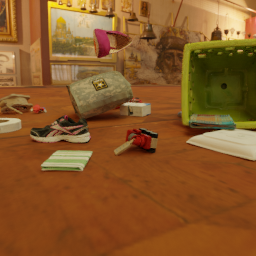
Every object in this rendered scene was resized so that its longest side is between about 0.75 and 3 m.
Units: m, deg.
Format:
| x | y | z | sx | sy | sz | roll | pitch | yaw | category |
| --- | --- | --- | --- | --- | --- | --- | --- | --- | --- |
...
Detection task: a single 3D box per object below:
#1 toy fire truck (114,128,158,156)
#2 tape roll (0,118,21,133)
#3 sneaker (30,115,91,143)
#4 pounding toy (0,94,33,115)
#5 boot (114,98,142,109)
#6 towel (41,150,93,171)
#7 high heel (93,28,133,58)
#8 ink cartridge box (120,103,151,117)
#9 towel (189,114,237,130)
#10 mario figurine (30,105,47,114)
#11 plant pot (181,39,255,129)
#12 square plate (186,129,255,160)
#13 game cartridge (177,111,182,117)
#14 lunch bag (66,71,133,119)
| x | y | z | sx | sy | sz | roll | pitch | yaw | category |
| --- | --- | --- | --- | --- | --- | --- | --- | --- | --- |
| 0.121 | 0.344 | 6.908 | 0.996 | 0.641 | 0.876 | 6 | 8 | -25 | toy fire truck |
| -4.501 | -0.086 | 9.611 | 1.613 | 0.295 | 1.613 | -1 | 11 | 0 | tape roll |
| -1.913 | -0.008 | 8.013 | 1.729 | 0.746 | 0.694 | 0 | 10 | 3 | sneaker |
| -5.511 | -0.939 | 13.554 | 1.097 | 1.101 | 1.919 | -26 | -12 | 27 | pounding toy |
| -0.077 | -1.430 | 15.441 | 1.555 | 0.781 | 2.156 | 5 | 8 | 16 | boot |
| -1.285 | 0.690 | 6.047 | 0.891 | 0.137 | 1.168 | 0 | 10 | 1 | towel |
| -0.378 | -2.464 | 8.103 | 1.134 | 0.796 | 2.365 | -5 | 14 | 0 | high heel |
| 0.335 | -0.867 | 13.000 | 1.210 | 0.510 | 0.875 | 6 | 15 | 31 | ink cartridge box |
| 2.713 | -0.254 | 9.157 | 1.386 | 0.205 | 1.890 | 3 | 13 | 14 | towel |
| -4.353 | -0.831 | 13.633 | 0.571 | 0.491 | 0.926 | -35 | -2 | 4 | mario figurine |
| 3.697 | -1.549 | 10.596 | 2.961 | 2.976 | 2.700 | 2 | 5 | 19 | plant pot |
| 2.983 | 0.339 | 7.446 | 2.056 | 0.292 | 2.037 | -7 | 14 | -34 | square plate |
| 2.829 | -0.651 | 12.708 | 0.856 | 0.267 | 1.286 | 10 | 14 | 26 | game cartridge |
| -1.276 | -1.454 | 12.208 | 2.359 | 1.691 | 2.877 | -20 | 17 | -14 | lunch bag |
